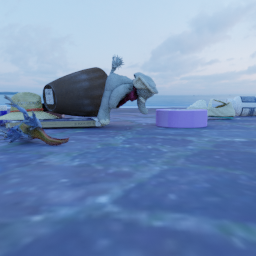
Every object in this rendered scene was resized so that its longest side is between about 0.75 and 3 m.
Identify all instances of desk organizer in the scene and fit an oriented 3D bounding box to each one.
[{"bbox_3d":[-3.908,-0.821,13.123,1.799,0.693,0.645,0,6,-3],"label":"desk organizer"}]

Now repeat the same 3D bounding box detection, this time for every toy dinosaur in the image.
[{"bbox_3d":[-2.039,0.122,5.540,1.596,0.838,1.448,36,-13,-6],"label":"toy dinosaur"}]

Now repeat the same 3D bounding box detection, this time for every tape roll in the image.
[{"bbox_3d":[1.706,-0.333,9.003,1.626,0.533,1.626,1,6,0],"label":"tape roll"}]

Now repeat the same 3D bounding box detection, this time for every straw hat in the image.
[{"bbox_3d":[-3.400,-0.750,9.365,2.148,0.909,2.148,-1,4,0],"label":"straw hat"}]

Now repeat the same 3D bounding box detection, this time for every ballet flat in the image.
[{"bbox_3d":[3.371,-0.812,12.003,2.729,0.948,0.948,-2,6,-20],"label":"ballet flat"}]

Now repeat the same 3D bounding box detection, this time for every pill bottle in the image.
[{"bbox_3d":[6.066,-1.154,14.716,1.755,1.049,1.049,1,6,3],"label":"pill bottle"}]

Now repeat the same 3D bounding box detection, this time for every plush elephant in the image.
[{"bbox_3d":[0.132,-1.029,8.112,1.488,1.922,1.583,15,21,6],"label":"plush elephant"}]

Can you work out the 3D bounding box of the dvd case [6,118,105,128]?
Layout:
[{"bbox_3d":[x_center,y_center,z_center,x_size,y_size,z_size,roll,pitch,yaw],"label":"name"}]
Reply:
[{"bbox_3d":[-2.206,-0.173,8.894,2.753,0.220,2.047,-2,5,-12],"label":"dvd case"}]

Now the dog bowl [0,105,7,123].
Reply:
[{"bbox_3d":[-5.211,-0.494,10.087,1.602,0.631,1.602,0,6,0],"label":"dog bowl"}]

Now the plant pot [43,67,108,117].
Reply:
[{"bbox_3d":[-1.822,-1.134,9.564,1.939,1.812,1.812,-13,13,-41],"label":"plant pot"}]
